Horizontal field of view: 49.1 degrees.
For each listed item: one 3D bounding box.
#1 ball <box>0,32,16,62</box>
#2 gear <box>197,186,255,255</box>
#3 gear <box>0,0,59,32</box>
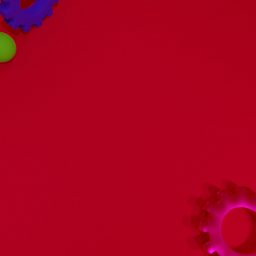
[{"bbox_3d":[-3.611,-2.285,7.930,0.814,0.814,0.814,0,75,0],"label":"ball"},{"bbox_3d":[2.812,2.535,7.002,2.074,0.384,2.074,0,75,0],"label":"gear"},{"bbox_3d":[-2.721,-3.711,7.822,0.372,2.012,2.012,38,78,10],"label":"gear"}]
